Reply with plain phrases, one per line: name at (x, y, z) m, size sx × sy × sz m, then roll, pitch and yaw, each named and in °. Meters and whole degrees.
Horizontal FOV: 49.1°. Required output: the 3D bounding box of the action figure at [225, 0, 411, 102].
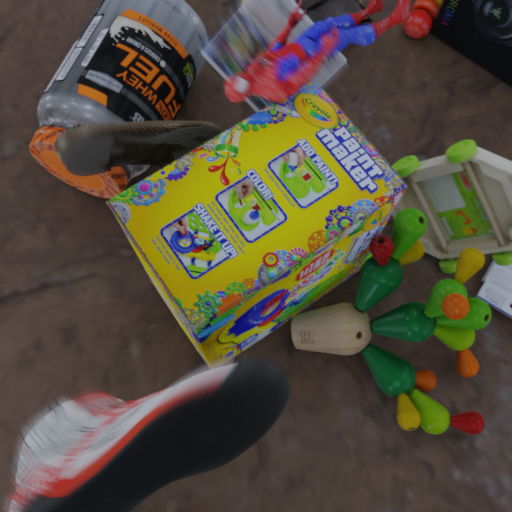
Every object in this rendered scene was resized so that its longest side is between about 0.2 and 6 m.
action figure at (0.630, -2.382, 6.297) m, size 2.340 × 0.605 × 0.766 m, roll -36°, pitch 56°, yaw -11°

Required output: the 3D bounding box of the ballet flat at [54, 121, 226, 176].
ballet flat at (-1.275, -1.344, 6.654) m, size 2.242 × 0.755 × 0.520 m, roll -12°, pitch 51°, yaw -36°

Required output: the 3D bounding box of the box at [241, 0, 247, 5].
box at (0.227, -4.103, 10.013) m, size 0.892 × 0.368 × 1.520 m, roll -6°, pitch 72°, yaw -2°

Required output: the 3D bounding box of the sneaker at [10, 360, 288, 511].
sneaker at (-1.199, 1.749, 5.897) m, size 2.964 × 1.588 × 0.990 m, roll -33°, pitch 116°, yaw -9°

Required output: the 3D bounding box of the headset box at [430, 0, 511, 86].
headset box at (4.536, -3.993, 8.913) m, size 2.704 × 2.354 × 1.254 m, roll 40°, pitch 74°, yaw 12°

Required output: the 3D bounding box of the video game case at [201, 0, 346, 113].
video game case at (0.217, -2.598, 7.310) m, size 1.305 × 0.165 × 1.432 m, roll -42°, pitch 98°, yaw 20°

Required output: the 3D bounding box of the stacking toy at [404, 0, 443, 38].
stacking toy at (3.218, -4.653, 10.085) m, size 0.753 × 0.753 × 1.763 m, roll 28°, pitch 79°, yaw 10°

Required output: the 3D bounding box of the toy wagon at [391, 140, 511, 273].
toy wagon at (3.022, -0.689, 7.683) m, size 1.873 × 2.415 × 0.478 m, roll 57°, pitch 49°, yaw -21°

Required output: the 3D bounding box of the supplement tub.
supplement tub at (-2.096, -2.519, 8.647) m, size 1.841 × 1.841 × 3.005 m, roll 20°, pitch 72°, yaw 7°

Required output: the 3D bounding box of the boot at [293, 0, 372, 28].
boot at (1.299, -4.969, 10.143) m, size 2.664 × 0.922 × 2.319 m, roll -37°, pitch 84°, yaw -21°

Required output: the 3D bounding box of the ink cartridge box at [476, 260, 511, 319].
ink cartridge box at (4.123, 0.470, 8.392) m, size 1.328 × 0.270 × 1.330 m, roll 34°, pitch 73°, yaw 11°

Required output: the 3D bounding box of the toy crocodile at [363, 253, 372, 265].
toy crocodile at (1.664, -0.155, 8.600) m, size 0.423 × 0.387 × 1.252 m, roll -31°, pitch 68°, yaw -9°

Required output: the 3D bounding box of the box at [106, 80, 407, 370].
box at (0.008, -0.193, 7.235) m, size 2.772 × 2.878 × 1.756 m, roll -34°, pitch 74°, yaw -11°

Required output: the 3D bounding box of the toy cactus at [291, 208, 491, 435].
toy cactus at (1.736, 1.033, 7.370) m, size 2.574 × 1.595 × 3.120 m, roll -7°, pitch 113°, yaw 20°
